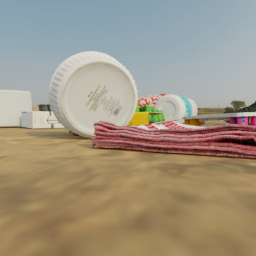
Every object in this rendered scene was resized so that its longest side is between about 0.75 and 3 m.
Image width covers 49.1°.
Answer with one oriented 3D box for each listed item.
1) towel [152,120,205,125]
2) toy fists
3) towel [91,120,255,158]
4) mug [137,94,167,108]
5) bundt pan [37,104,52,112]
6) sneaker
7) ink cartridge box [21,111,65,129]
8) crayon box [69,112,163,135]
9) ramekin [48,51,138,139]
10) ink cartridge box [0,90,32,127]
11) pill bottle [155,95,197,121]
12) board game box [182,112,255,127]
[{"bbox_3d":[1.583,-0.131,9.122,1.092,0.172,1.516,-9,6,-33],"label":"towel"},{"bbox_3d":[0.372,-0.533,10.198,2.054,0.706,1.047,13,-4,-19],"label":"toy fists"},{"bbox_3d":[0.968,0.055,3.438,1.779,0.281,2.469,2,3,29],"label":"towel"},{"bbox_3d":[0.801,-0.702,13.364,2.247,1.499,1.994,-8,-30,-42],"label":"mug"},{"bbox_3d":[-2.476,-0.516,11.338,2.273,0.853,2.273,0,3,0],"label":"bundt pan"},{"bbox_3d":[5.366,-0.692,11.863,2.847,1.166,1.042,-1,2,-2],"label":"sneaker"},{"bbox_3d":[-2.461,-0.241,8.417,1.190,0.502,0.869,-2,3,-42],"label":"ink cartridge box"},{"bbox_3d":[-0.238,-0.097,5.382,1.670,0.424,1.060,-1,2,-5],"label":"crayon box"},{"bbox_3d":[-0.484,-0.466,4.153,1.326,1.326,0.696,-1,12,-18],"label":"ramekin"},{"bbox_3d":[-4.567,-0.603,9.356,2.000,1.154,2.737,-1,2,-33],"label":"ink cartridge box"},{"bbox_3d":[2.069,-0.703,11.467,1.209,1.209,2.182,1,2,32],"label":"pill bottle"},{"bbox_3d":[3.274,-0.194,7.187,2.869,0.371,2.870,-2,1,-13],"label":"board game box"}]
